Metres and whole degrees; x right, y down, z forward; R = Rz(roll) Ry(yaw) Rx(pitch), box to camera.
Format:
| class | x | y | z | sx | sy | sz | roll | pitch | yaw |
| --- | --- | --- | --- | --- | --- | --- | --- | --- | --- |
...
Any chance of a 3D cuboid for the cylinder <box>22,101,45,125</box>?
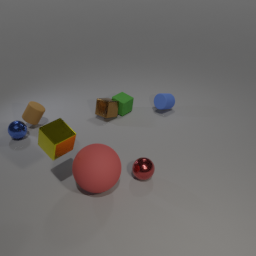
| class | x | y | z | sx | sy | sz | roll | pitch | yaw |
| --- | --- | --- | --- | --- | --- | --- | --- | --- | --- |
| cylinder | -3.793 | -0.602 | 11.268 | 0.700 | 0.700 | 0.700 | 31 | 18 | -11 |

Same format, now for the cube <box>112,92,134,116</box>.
| class | x | y | z | sx | sy | sz | roll | pitch | yaw |
| --- | --- | --- | --- | --- | --- | --- | --- | --- | --- |
| cube | -0.256 | -1.073 | 12.438 | 0.700 | 0.700 | 0.700 | 31 | 44 | 28 |

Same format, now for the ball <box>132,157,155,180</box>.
| class | x | y | z | sx | sy | sz | roll | pitch | yaw |
| --- | --- | --- | --- | --- | --- | --- | --- | --- | --- |
| ball | 0.477 | 1.254 | 8.657 | 0.700 | 0.700 | 0.700 | 0 | 31 | 0 |

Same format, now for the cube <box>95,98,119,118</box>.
| class | x | y | z | sx | sy | sz | roll | pitch | yaw |
| --- | --- | --- | --- | --- | --- | --- | --- | --- | --- |
| cube | -0.891 | -0.867 | 11.935 | 0.700 | 0.700 | 0.700 | 19 | 19 | 34 |

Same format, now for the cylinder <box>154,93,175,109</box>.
| class | x | y | z | sx | sy | sz | roll | pitch | yaw |
| --- | --- | --- | --- | --- | --- | --- | --- | --- | --- |
| cylinder | 1.627 | -1.193 | 12.503 | 0.700 | 0.700 | 0.700 | 27 | 23 | 37 |

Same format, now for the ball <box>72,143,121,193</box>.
| class | x | y | z | sx | sy | sz | roll | pitch | yaw |
| --- | --- | --- | --- | --- | --- | --- | --- | --- | --- |
| ball | -0.886 | 1.143 | 8.030 | 1.400 | 1.400 | 1.400 | 0 | 31 | 0 |

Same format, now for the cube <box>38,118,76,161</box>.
| class | x | y | z | sx | sy | sz | roll | pitch | yaw |
| --- | --- | --- | --- | --- | --- | --- | --- | --- | --- |
| cube | -1.903 | 0.295 | 7.485 | 0.700 | 0.700 | 0.700 | 42 | 47 | 19 |

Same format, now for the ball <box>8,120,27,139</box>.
| class | x | y | z | sx | sy | sz | roll | pitch | yaw |
| --- | --- | --- | --- | --- | --- | --- | --- | --- | --- |
| ball | -4.196 | 0.064 | 10.639 | 0.700 | 0.700 | 0.700 | 0 | 31 | 0 |
